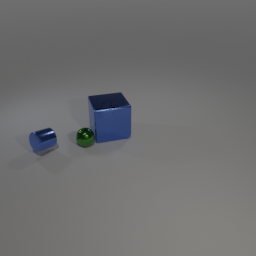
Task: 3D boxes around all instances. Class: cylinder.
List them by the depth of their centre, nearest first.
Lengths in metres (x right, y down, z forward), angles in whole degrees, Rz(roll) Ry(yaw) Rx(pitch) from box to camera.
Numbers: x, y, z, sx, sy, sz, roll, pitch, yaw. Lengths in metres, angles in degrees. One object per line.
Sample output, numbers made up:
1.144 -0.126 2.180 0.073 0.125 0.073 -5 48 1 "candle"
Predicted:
-2.993 0.403 9.864 0.700 0.700 0.700 23 28 34 "cylinder"

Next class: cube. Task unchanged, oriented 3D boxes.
-0.729 -0.439 10.974 1.400 1.400 1.400 -9 31 -14 "cube"

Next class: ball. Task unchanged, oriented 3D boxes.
-1.579 0.331 10.345 0.700 0.700 0.700 0 30 0 "ball"
